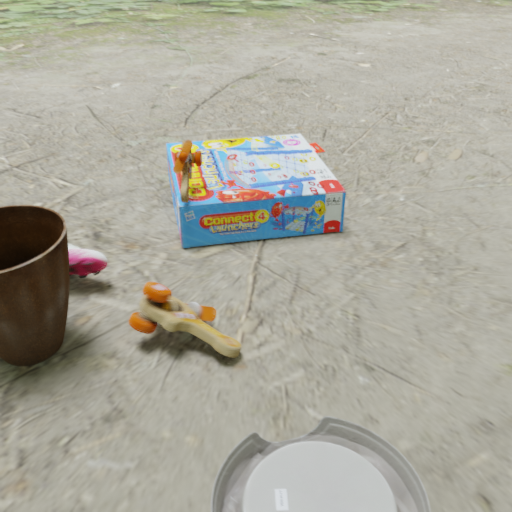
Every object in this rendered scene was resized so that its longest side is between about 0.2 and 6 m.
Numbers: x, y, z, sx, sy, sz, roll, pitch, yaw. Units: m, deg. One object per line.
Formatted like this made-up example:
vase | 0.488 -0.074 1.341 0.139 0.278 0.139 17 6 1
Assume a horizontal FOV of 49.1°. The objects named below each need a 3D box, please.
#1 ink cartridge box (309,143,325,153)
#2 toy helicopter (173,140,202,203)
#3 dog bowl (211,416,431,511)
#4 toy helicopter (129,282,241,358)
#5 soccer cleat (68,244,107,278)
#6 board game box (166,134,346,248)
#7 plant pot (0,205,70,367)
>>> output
ink cartridge box | 1.193 -2.675 13.644 0.807 0.191 0.646 -10 34 -13
toy helicopter | -1.170 -1.425 9.344 0.441 0.739 1.118 0 68 1
dog bowl | 0.574 2.431 5.222 1.969 0.577 1.969 0 32 0
toy helicopter | -0.862 0.915 7.598 1.557 0.614 1.030 29 11 16
soccer cleat | -3.108 -0.044 8.738 1.675 0.585 0.723 -5 62 11
board game box | -0.157 -1.405 11.005 2.966 0.847 3.030 -6 33 -11
plant pot | -3.081 0.500 7.143 1.635 1.749 1.635 -1 34 1
